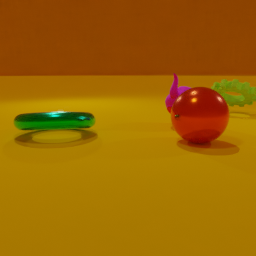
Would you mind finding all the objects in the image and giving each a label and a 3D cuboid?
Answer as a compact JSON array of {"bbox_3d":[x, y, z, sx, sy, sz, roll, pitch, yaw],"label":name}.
[{"bbox_3d":[1.490,-0.262,5.846,1.186,1.186,1.186,0,12,0],"label":"ball"},{"bbox_3d":[-1.686,-0.157,6.557,1.854,0.371,1.854,-2,1,0],"label":"ring"},{"bbox_3d":[3.684,-1.198,9.795,1.524,0.282,1.524,16,-16,5],"label":"gear"},{"bbox_3d":[1.549,-0.711,7.456,1.088,0.857,1.750,17,-18,50],"label":"teapot"}]
